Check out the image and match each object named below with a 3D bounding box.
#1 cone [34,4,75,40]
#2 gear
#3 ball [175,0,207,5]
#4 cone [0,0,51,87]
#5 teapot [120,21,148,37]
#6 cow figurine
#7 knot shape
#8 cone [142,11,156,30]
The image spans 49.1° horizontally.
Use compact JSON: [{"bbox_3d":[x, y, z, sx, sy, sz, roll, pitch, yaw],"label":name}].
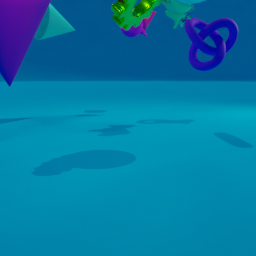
[{"bbox_3d":[-2.386,-3.528,9.611,1.310,1.305,1.305,3,6,-42],"label":"cone"},{"bbox_3d":[0.231,-2.168,4.653,1.165,0.215,1.165,-41,-8,-7],"label":"gear"},{"bbox_3d":[1.166,-2.853,4.953,1.230,1.230,1.230,0,10,0],"label":"ball"},{"bbox_3d":[-2.027,-1.465,4.630,1.621,1.627,1.621,5,26,-2],"label":"cone"},{"bbox_3d":[0.165,-3.896,10.735,1.414,0.879,0.692,27,8,-9],"label":"teapot"},{"bbox_3d":[1.439,-3.392,7.760,1.498,0.835,1.522,40,9,-34],"label":"cow figurine"},{"bbox_3d":[2.642,-2.734,9.227,1.868,1.748,0.863,13,-2,-3],"label":"knot shape"},{"bbox_3d":[0.817,-4.790,12.017,1.039,1.035,1.035,-33,23,-20],"label":"cone"}]
